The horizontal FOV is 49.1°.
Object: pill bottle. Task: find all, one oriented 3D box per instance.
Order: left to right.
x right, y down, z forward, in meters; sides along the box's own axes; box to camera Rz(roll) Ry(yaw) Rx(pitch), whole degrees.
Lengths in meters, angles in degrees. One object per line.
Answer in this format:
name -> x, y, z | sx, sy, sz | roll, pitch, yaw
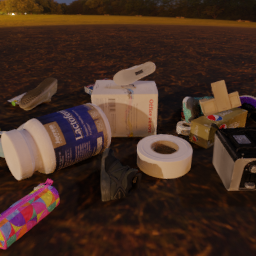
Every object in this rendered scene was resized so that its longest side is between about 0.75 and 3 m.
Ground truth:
pill bottle -> -2.093, 0.374, 8.414 | 2.901, 1.679, 1.679 | -21, 33, -36

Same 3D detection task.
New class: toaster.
toaster -> 3.540, 0.799, 7.996 | 1.942, 1.274, 2.148 | -1, 26, -2

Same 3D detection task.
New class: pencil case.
pencil case -> -2.328, 1.904, 6.355 | 0.758, 0.758, 1.716 | 13, 30, 25

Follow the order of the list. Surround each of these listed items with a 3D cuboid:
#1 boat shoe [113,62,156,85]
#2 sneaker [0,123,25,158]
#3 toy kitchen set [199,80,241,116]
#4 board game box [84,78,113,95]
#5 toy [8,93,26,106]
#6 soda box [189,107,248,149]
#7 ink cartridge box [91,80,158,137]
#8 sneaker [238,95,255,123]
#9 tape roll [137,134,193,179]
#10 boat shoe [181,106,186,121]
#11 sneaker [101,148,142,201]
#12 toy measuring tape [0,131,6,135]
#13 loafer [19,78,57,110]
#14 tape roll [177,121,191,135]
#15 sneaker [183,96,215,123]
boat shoe -> 0.254, -1.948, 10.188 | 1.585, 0.583, 0.518 | -15, 7, 8
sneaker -> -3.521, 0.449, 9.494 | 0.811, 0.732, 1.980 | 22, 40, 22
toy kitchen set -> 3.105, -1.119, 9.760 | 1.206, 0.984, 1.088 | -16, 6, 12
board game box -> -0.966, -1.905, 14.211 | 2.203, 0.679, 2.202 | -19, 31, -34
toy -> -5.032, -1.357, 13.519 | 0.755, 0.310, 1.311 | 16, 29, 24
soda box -> 3.375, -0.106, 10.346 | 2.454, 0.831, 0.786 | -20, 33, -35
ink cartridge box -> -0.098, -0.773, 10.676 | 2.349, 1.729, 1.699 | 1, 27, 0
sneaker -> 5.194, -0.742, 11.718 | 1.108, 0.774, 2.228 | -19, 32, -33
tape roll -> 1.124, 0.832, 8.701 | 1.712, 0.599, 1.712 | -1, 26, 0
boat shoe -> 2.627, -0.856, 12.239 | 0.608, 0.534, 1.708 | 6, 25, 16
sneaker -> -0.231, 1.236, 7.782 | 1.084, 0.723, 1.892 | -1, 29, -6
toy measuring tape -> -5.107, -0.217, 10.412 | 2.881, 1.060, 1.060 | 5, 26, 10
loafer -> -4.124, -1.510, 13.341 | 0.898, 0.810, 2.373 | 15, 46, 28
tape roll -> 2.270, -0.001, 10.777 | 0.777, 0.272, 0.777 | 1, 25, 0
sneaker -> 3.019, -0.852, 10.974 | 1.224, 1.041, 2.683 | -7, 9, 34
